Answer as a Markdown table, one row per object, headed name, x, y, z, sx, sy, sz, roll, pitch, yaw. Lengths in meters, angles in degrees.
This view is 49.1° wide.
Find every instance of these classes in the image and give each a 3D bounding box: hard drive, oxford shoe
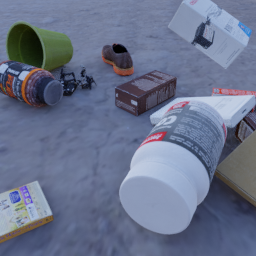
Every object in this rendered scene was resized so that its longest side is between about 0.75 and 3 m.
| name | x | y | z | sx | sy | sz | roll | pitch | yaw |
| --- | --- | --- | --- | --- | --- | --- | --- | --- | --- |
| hard drive | 2.128 | -0.512 | 8.172 | 2.532 | 0.333 | 1.669 | 3 | 27 | 45 |
| hard drive | -2.629 | -1.523 | 10.558 | 1.272 | 0.241 | 0.889 | 4 | 34 | 5 |
| oxford shoe | -0.474 | -3.372 | 12.596 | 1.036 | 1.056 | 2.912 | -14 | 36 | -20 |

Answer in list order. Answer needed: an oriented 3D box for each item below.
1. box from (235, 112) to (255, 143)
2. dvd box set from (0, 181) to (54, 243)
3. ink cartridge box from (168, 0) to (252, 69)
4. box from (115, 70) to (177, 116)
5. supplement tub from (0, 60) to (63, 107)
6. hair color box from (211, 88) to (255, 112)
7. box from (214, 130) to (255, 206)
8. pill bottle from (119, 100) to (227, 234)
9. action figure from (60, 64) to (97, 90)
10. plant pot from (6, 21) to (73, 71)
| name | x | y | z | sx | sy | sz | roll | pitch | yaw |
| --- | --- | --- | --- | --- | --- | --- | --- | --- | --- |
| box | 4.265 | 0.113 | 7.557 | 2.320 | 0.869 | 1.162 | -5 | 33 | -4 |
| dvd box set | -2.414 | 1.736 | 5.669 | 1.520 | 0.224 | 1.112 | -19 | 38 | -26 |
| ink cartridge box | 2.301 | -2.759 | 7.782 | 1.979 | 0.828 | 1.436 | 37 | 44 | 1 |
| box | 0.654 | -1.260 | 9.700 | 2.110 | 0.791 | 1.057 | -27 | 43 | -37 |
| supplement tub | -3.363 | -1.487 | 9.557 | 2.407 | 1.287 | 1.287 | 19 | 38 | 28 |
| hair color box | 3.435 | -0.839 | 9.088 | 1.444 | 0.733 | 0.442 | 7 | 35 | 12 |
| box | 3.332 | 1.073 | 5.894 | 1.894 | 0.246 | 2.317 | -36 | 57 | -23 |
| pill bottle | 1.047 | 0.675 | 5.989 | 1.620 | 1.620 | 2.845 | 15 | 36 | 21 |
| action figure | -1.765 | -1.867 | 10.475 | 1.412 | 0.721 | 0.839 | -2 | 58 | -32 |
| plant pot | -3.520 | -3.270 | 11.818 | 2.260 | 2.260 | 2.146 | 19 | 25 | 26 |
